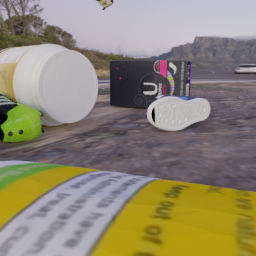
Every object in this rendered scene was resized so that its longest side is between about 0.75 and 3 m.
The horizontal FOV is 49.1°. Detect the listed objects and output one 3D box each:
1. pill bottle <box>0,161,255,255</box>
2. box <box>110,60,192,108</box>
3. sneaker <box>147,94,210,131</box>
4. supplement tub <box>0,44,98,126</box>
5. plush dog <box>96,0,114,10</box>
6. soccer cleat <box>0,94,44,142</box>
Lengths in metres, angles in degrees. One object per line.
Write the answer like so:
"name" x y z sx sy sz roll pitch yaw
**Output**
"pill bottle" 0.589 0.758 0.323 2.220 1.233 1.233 4 12 21
"box" 0.893 -1.738 10.931 2.955 1.806 1.567 4 12 19
"sneaker" 0.954 -0.446 7.306 2.057 0.829 1.506 -10 12 -35
"supplement tub" -2.370 -1.155 7.520 2.837 2.048 2.048 11 16 41
"plush dog" -0.990 -4.892 10.498 0.768 0.894 0.717 30 -44 -31
"soccer cleat" -2.982 -0.252 6.170 2.710 0.915 1.098 12 19 38
